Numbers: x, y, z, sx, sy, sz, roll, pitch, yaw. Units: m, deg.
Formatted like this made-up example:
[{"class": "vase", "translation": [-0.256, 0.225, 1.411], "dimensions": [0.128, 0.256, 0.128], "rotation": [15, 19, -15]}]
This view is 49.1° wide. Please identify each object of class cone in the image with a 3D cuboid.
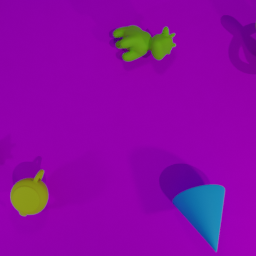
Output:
[{"class": "cone", "translation": [1.821, 2.180, 6.470], "dimensions": [1.295, 1.295, 1.300], "rotation": [-11, 55, 0]}]

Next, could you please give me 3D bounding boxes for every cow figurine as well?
[{"class": "cow figurine", "translation": [0.416, -2.170, 6.987], "dimensions": [1.337, 0.746, 1.359], "rotation": [-20, 47, -5]}]

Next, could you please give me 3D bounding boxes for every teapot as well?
[{"class": "teapot", "translation": [-2.326, 1.628, 6.721], "dimensions": [0.879, 0.692, 1.413], "rotation": [25, 101, 0]}]
